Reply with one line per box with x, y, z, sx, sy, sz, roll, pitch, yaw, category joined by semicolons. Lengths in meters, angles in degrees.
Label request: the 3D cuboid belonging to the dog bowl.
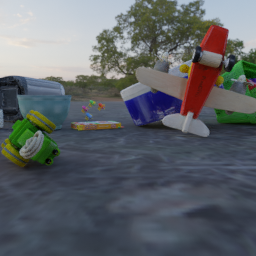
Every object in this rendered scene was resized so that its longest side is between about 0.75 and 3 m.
1.275;-1.117;8.250;2.837;1.118;2.837;-23;6;2;dog bowl

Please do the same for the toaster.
-3.462;-1.014;9.859;2.732;1.553;1.765;2;4;40;toaster

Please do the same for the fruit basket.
4.504;-1.067;8.984;3.108;2.241;3.108;-14;-5;-1;fruit basket

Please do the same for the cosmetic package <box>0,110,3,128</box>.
-4.157;-0.224;7.389;1.447;0.536;0.736;1;6;3;cosmetic package

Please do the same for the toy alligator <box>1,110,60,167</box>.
-1.096;0.220;3.447;0.591;0.645;2.177;42;-12;-23;toy alligator

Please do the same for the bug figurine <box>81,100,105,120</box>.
-1.315;-0.714;10.354;0.707;0.235;0.912;36;63;26;bug figurine

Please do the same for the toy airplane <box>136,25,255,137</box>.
1.478;-0.864;5.952;2.040;2.049;1.446;-26;22;25;toy airplane

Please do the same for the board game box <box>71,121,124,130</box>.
-0.819;-0.074;7.683;1.349;0.202;0.644;0;7;-29;board game box

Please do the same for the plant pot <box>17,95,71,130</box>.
-2.177;-0.416;7.383;1.356;0.909;1.356;0;6;0;plant pot

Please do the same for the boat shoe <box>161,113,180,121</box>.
1.595;-0.468;9.592;0.586;0.510;1.590;-5;8;-36;boat shoe
